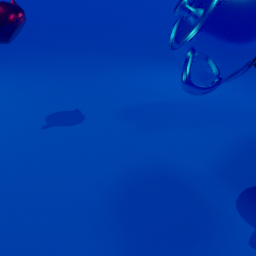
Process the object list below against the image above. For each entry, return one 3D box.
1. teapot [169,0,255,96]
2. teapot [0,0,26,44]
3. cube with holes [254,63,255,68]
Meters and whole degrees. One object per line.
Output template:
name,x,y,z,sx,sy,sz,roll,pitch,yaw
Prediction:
teapot,1.035,-1.265,3.399,1.024,1.301,2.092,26,67,-17
teapot,-2.923,-2.562,6.619,0.792,1.005,1.617,36,51,-19
cube with holes,2.829,-1.211,3.890,1.388,1.388,1.388,-55,24,-18
